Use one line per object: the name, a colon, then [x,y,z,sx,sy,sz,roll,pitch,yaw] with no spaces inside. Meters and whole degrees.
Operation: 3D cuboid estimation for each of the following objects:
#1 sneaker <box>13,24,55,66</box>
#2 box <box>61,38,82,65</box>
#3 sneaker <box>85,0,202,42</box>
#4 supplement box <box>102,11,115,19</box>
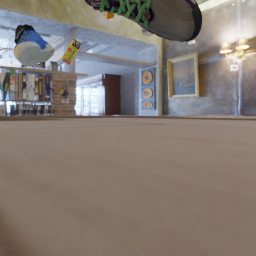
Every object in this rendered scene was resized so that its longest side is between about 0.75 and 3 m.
sneaker: [-3.626,-3.000,9.862,1.339,0.924,2.407,43,19,-3]
box: [-2.163,-2.909,10.684,0.357,0.950,0.238,28,12,-35]
sneaker: [-0.027,-2.267,5.204,1.238,1.053,2.829,-34,60,-28]
supplement box: [-0.724,-3.857,8.768,0.286,0.779,0.491,-28,-23,-25]
